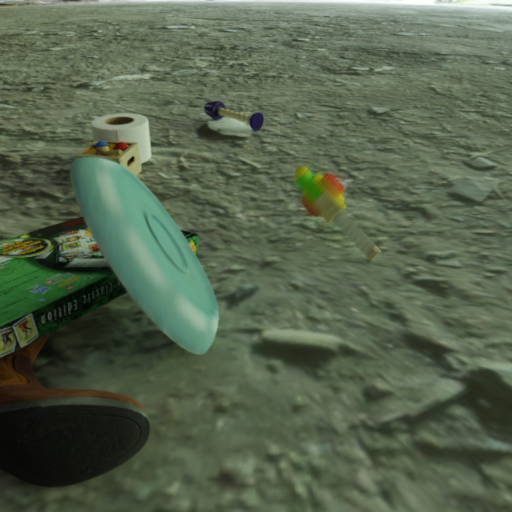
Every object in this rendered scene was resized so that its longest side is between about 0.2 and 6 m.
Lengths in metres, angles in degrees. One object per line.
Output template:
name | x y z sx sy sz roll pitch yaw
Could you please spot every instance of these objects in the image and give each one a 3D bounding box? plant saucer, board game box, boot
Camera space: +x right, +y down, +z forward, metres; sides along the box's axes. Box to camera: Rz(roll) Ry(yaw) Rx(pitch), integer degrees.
plant saucer | -1.236 -0.089 6.969 0.386 2.817 2.817 -32 32 5
board game box | -2.887 0.192 7.953 2.234 0.500 4.264 16 23 24
boot | -2.631 1.346 6.631 2.843 1.034 3.020 -11 24 -3

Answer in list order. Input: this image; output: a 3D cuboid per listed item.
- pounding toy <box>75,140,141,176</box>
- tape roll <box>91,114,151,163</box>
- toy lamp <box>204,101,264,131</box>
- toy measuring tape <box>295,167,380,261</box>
pounding toy | -3.174 -2.084 12.141 1.224 0.945 1.330 6 31 11
tape roll | -3.212 -2.780 13.368 1.330 0.913 1.330 0 29 0
toy lamp | -0.676 -3.990 15.835 1.967 0.573 0.573 26 39 33
toy measuring tape | 1.434 -0.778 9.775 0.773 0.773 2.103 -29 72 -40
